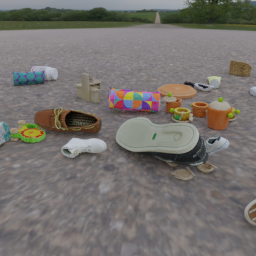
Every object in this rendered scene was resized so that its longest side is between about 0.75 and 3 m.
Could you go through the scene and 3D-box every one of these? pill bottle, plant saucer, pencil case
[{"bbox_3d":[-4.100,-2.685,13.762,1.153,0.654,0.654,5,24,9],"label":"pill bottle"},{"bbox_3d":[2.035,-1.566,11.719,1.618,0.261,1.618,0,23,0],"label":"plant saucer"},{"bbox_3d":[-4.603,-2.347,13.028,1.435,0.611,0.663,-5,55,-14],"label":"pencil case"},{"bbox_3d":[0.192,-0.957,9.568,1.808,0.799,0.799,6,24,-2],"label":"pencil case"}]

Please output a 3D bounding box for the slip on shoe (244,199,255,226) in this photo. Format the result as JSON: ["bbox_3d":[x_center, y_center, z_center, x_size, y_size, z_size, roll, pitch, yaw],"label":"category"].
[{"bbox_3d":[2.565,1.367,4.921,1.305,0.496,0.395,-19,-13,-17],"label":"slip on shoe"}]

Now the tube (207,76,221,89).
[{"bbox_3d":[4.015,-2.218,13.033,0.509,0.456,1.755,42,24,0],"label":"tube"}]

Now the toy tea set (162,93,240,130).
[{"bbox_3d":[2.239,-0.721,8.943,2.515,0.931,1.495,10,26,22],"label":"toy tea set"}]

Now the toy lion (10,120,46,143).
[{"bbox_3d":[-2.761,0.126,7.879,0.915,0.328,0.955,7,23,-3],"label":"toy lion"}]

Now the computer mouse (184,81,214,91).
[{"bbox_3d":[3.102,-1.793,12.172,1.257,0.276,0.689,20,13,39],"label":"computer mouse"}]

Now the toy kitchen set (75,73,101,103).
[{"bbox_3d":[-1.290,-1.718,11.085,1.145,1.035,1.269,-22,32,-40],"label":"toy kitchen set"}]

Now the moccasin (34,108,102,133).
[{"bbox_3d":[-1.734,-0.214,7.935,1.947,0.712,0.751,11,-16,7],"label":"moccasin"}]

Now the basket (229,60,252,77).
[{"bbox_3d":[5.967,-3.200,14.800,0.736,0.768,1.031,-19,29,-36],"label":"basket"}]

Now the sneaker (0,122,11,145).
[{"bbox_3d":[-3.664,0.395,7.042,0.738,0.627,1.617,-12,17,14],"label":"sneaker"}]

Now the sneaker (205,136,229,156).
[{"bbox_3d":[1.855,0.372,6.202,0.315,0.890,0.325,43,60,-2],"label":"sneaker"}]

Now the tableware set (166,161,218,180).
[{"bbox_3d":[1.385,0.836,6.402,1.128,0.131,0.942,-10,26,-22],"label":"tableware set"}]

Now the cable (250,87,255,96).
[{"bbox_3d":[5.489,-1.489,11.499,0.851,0.295,0.851,-17,27,-35],"label":"cable"}]

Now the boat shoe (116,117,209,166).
[{"bbox_3d":[0.679,0.356,6.761,2.648,0.895,0.951,9,64,49],"label":"boat shoe"}]

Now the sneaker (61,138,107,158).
[{"bbox_3d":[-1.105,0.534,6.833,1.077,0.397,0.622,1,24,26],"label":"sneaker"}]
